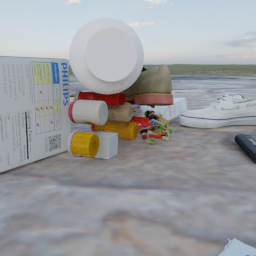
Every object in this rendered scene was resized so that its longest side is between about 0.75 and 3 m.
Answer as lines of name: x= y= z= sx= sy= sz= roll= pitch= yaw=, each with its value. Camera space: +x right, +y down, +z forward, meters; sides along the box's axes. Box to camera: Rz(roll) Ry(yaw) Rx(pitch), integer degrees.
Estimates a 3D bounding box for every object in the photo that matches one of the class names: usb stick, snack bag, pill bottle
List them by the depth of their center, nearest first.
snack bag: x=1.080 y=1.314 z=2.125 sx=1.112 sy=0.119 sz=1.049 roll=13 pitch=18 yaw=43
pill bottle: x=-0.463 y=-1.365 z=5.470 sx=1.333 sy=1.333 sz=2.407 roll=-2 pitch=11 yaw=-10
usb stick: x=2.572 y=0.403 z=5.805 sx=0.425 sy=0.250 sz=1.532 roll=1 pitch=13 yaw=8

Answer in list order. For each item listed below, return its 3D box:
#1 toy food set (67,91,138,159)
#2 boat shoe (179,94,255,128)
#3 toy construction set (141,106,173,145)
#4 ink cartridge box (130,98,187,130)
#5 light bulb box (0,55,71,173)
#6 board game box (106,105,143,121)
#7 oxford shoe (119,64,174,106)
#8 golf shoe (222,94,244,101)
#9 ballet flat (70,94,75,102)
toy food set: x=-0.725 y=-0.134 z=5.904 sx=1.167 sy=1.238 sz=2.593 roll=5 pitch=12 yaw=20
boat shoe: x=2.883 y=-0.567 z=8.502 sx=2.777 sy=0.927 sz=1.021 roll=-3 pitch=13 yaw=-13
toy construction set: x=0.780 y=0.036 z=6.643 sx=0.767 sy=0.833 sz=0.999 roll=10 pitch=30 yaw=-12
ink cartridge box: x=0.436 y=-0.493 z=8.571 sx=1.818 sy=0.537 sz=2.271 roll=6 pitch=18 yaw=43
light bulb box: x=-2.203 y=-0.362 z=5.299 sx=1.229 sy=1.953 sz=1.970 roll=8 pitch=14 yaw=32
board game box: x=-0.386 y=-0.620 z=8.626 sx=1.591 sy=0.272 sz=1.069 roll=-14 pitch=30 yaw=6
oxford shoe: x=0.206 y=-1.065 z=6.966 sx=0.925 sy=0.982 sz=2.626 roll=-2 pitch=7 yaw=-36
golf shoe: x=4.547 y=-1.187 z=12.390 sx=0.631 sy=0.498 sz=1.370 roll=-18 pitch=11 yaw=-16
ballet flat: x=-2.412 y=-1.396 z=13.314 sx=1.530 sy=0.529 sz=0.544 roll=-2 pitch=31 yaw=13
